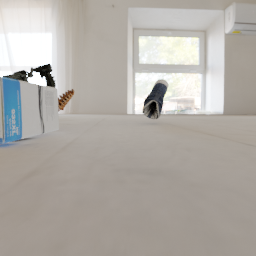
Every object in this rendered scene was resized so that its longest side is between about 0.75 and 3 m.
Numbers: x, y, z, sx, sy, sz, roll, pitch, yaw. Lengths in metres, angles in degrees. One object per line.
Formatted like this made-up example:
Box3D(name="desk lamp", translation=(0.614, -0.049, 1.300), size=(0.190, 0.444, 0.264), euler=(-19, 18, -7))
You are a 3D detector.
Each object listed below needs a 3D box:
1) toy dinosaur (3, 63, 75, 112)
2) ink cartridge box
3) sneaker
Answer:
Box3D(name="toy dinosaur", translation=(-2.546, -0.915, 8.351), size=(2.679, 1.819, 1.369), euler=(-11, 15, 18))
Box3D(name="ink cartridge box", translation=(-2.546, -0.321, 5.277), size=(1.774, 1.024, 2.445), euler=(-2, 4, 5))
Box3D(name="sneaker", translation=(0.977, -0.799, 11.399), size=(0.789, 1.500, 2.076), euler=(19, -32, 4))
